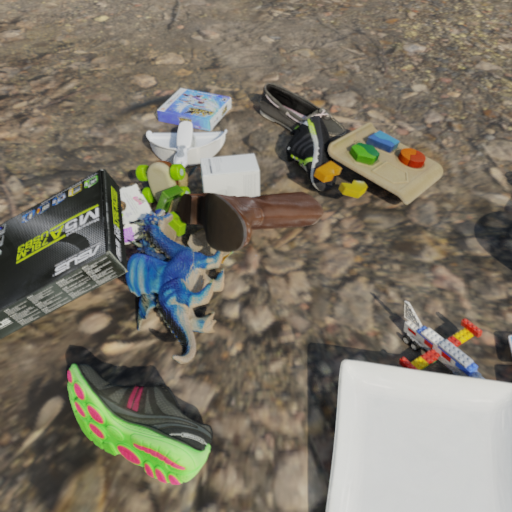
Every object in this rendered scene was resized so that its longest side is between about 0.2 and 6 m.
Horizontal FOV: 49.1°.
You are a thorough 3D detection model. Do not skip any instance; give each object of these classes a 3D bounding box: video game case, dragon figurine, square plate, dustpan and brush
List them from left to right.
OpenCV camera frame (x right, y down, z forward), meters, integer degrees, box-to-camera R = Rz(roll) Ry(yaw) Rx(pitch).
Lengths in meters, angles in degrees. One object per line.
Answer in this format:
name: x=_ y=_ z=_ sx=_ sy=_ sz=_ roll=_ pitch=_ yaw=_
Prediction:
dragon figurine: x=-1.571 y=0.577 z=9.493 sx=1.845 sy=1.092 sz=3.712 roll=3 pitch=40 yaw=5
dustpan and brush: x=-1.676 y=-2.529 z=13.096 sx=1.991 sy=0.816 sz=2.853 roll=-2 pitch=42 yaw=-2
video game case: x=-1.641 y=-3.948 z=15.025 sx=1.552 sy=0.353 sz=1.406 roll=14 pitch=45 yaw=15
square plate: x=2.286 y=2.736 z=7.440 sx=2.565 sy=0.365 sz=2.541 roll=7 pitch=52 yaw=8

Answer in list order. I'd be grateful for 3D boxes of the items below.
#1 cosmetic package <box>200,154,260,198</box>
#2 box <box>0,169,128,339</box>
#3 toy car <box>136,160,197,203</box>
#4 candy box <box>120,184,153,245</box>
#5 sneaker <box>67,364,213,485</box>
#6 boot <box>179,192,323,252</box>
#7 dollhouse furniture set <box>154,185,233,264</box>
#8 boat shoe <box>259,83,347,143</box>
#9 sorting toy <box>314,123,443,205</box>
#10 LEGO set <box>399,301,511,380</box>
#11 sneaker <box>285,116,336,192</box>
cosmetic package: x=-0.534 y=-1.432 z=11.663 sx=1.151 sy=1.148 sz=0.708 roll=-5 pitch=43 yaw=-6
box: x=-3.601 y=-0.108 z=9.881 sx=2.666 sy=0.633 sz=2.574 roll=-27 pitch=40 yaw=7
toy car: x=-1.813 y=-1.739 z=12.220 sx=1.027 sy=0.986 sz=1.250 roll=2 pitch=29 yaw=22
candy box: x=-2.898 y=-0.751 z=11.378 sx=1.486 sy=0.531 sz=1.246 roll=-19 pitch=46 yaw=-19
sneaker: x=-1.688 y=2.264 z=7.946 sx=2.472 sy=0.948 sz=1.035 roll=27 pitch=34 yaw=20
boot: x=0.306 y=-0.728 z=10.414 sx=2.831 sy=0.909 sz=2.639 roll=0 pitch=19 yaw=-28
dollhouse furniture set: x=-1.230 y=-0.473 z=11.258 sx=1.969 sy=0.760 sz=0.984 roll=43 pitch=48 yaw=14
boat shoe: x=1.156 y=-3.639 z=14.350 sx=2.793 sy=0.796 sz=0.934 roll=32 pitch=51 yaw=30
sorting toy: x=2.675 y=-1.998 z=12.270 sx=2.178 sy=0.391 sz=2.923 roll=38 pitch=46 yaw=19
LEGO set: x=3.358 y=1.832 z=8.343 sx=3.201 sy=0.786 sz=2.391 roll=2 pitch=40 yaw=11
sneaker: x=1.210 y=-2.265 z=13.021 sx=1.027 sy=0.889 sz=2.480 roll=-20 pitch=41 yaw=21
